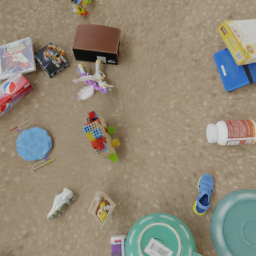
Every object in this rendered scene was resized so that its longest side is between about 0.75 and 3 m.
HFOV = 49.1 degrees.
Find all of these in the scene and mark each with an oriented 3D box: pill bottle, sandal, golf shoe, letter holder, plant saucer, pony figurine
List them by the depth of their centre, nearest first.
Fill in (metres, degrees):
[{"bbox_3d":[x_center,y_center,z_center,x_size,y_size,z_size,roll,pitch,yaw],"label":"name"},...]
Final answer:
[{"bbox_3d":[-0.287,4.162,9.428,0.552,0.552,0.991,-3,75,-1],"label":"pill bottle"},{"bbox_3d":[4.321,3.584,9.680,2.887,0.396,2.887,0,75,1],"label":"plant saucer"},{"bbox_3d":[2.732,2.334,9.890,0.590,0.647,1.485,12,73,5],"label":"sandal"},{"bbox_3d":[-2.457,2.692,9.953,0.601,0.484,1.236,36,71,27],"label":"golf shoe"},{"bbox_3d":[3.795,0.167,10.329,1.632,0.915,0.915,-2,75,-1],"label":"pill bottle"},{"bbox_3d":[-1.440,-1.875,10.883,1.464,1.263,1.516,-16,60,-13],"label":"pony figurine"},{"bbox_3d":[-1.213,-3.402,11.334,1.772,0.891,1.259,7,73,2],"label":"letter holder"}]

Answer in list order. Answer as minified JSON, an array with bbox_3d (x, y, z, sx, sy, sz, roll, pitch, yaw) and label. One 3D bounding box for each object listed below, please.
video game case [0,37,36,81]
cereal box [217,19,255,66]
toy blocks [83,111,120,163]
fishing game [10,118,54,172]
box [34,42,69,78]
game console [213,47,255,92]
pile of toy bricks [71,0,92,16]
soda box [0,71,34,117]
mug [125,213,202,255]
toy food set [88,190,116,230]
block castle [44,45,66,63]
[{"bbox_3d":[-4.602,-2.812,11.380,1.625,0.187,1.480,-14,75,7],"label":"video game case"},{"bbox_3d":[4.835,-3.442,11.065,2.436,0.481,1.753,-15,74,-31],"label":"cereal box"},{"bbox_3d":[-1.064,0.218,9.842,0.995,1.361,1.992,-24,72,8],"label":"toy blocks"},{"bbox_3d":[-3.531,0.589,10.564,1.324,0.287,1.849,-32,85,-8],"label":"fishing game"},{"bbox_3d":[-3.153,-2.783,11.475,0.976,0.265,1.219,-37,78,-9],"label":"box"},{"bbox_3d":[4.560,-2.421,11.417,1.523,1.056,1.785,-22,71,26],"label":"game console"},{"bbox_3d":[-1.901,-5.654,12.080,0.829,0.931,1.678,9,58,-37],"label":"pile of toy bricks"},{"bbox_3d":[-4.725,-1.225,10.850,2.046,0.649,0.716,-43,79,-11],"label":"soda box"},{"bbox_3d":[1.221,3.711,8.651,2.636,1.630,2.166,-14,55,0],"label":"mug"},{"bbox_3d":[-0.895,2.658,9.176,0.353,1.167,0.838,26,90,-30],"label":"toy food set"},{"bbox_3d":[-2.918,-2.957,11.201,0.775,0.363,0.518,22,80,8],"label":"block castle"}]
